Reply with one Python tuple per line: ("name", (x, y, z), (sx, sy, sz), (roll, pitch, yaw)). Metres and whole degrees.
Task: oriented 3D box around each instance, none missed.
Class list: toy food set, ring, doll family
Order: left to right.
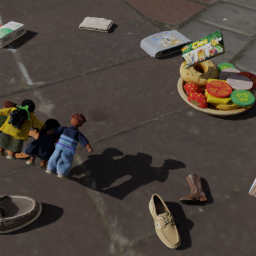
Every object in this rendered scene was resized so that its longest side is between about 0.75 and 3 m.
("ring", (-3.011, 0.483, 8.178), (1.044, 0.100, 1.044), (-1, 45, 1))
("doll family", (-2.150, 0.120, 6.690), (2.701, 1.060, 1.561), (23, 79, -10))
("toy food set", (3.093, -1.458, 9.646), (2.711, 0.666, 2.739), (9, 46, 8))

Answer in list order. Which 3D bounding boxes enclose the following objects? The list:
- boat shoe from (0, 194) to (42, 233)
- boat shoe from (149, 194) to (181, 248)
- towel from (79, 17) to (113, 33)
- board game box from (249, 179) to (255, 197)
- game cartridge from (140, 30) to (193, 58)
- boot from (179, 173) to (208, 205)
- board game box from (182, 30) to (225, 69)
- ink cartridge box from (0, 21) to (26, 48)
("boat shoe", (-3.214, 1.893, 6.393), (2.331, 0.694, 0.837), (-4, 46, -4))
("boat shoe", (0.810, 2.103, 6.393), (0.449, 0.406, 1.259), (-16, 48, -15))
("towel", (-1.491, -4.903, 13.261), (1.471, 0.254, 0.975), (10, 46, 10))
("board game box", (4.069, 1.189, 6.984), (1.343, 0.816, 1.684), (28, 51, 24))
("game cartridge", (1.597, -3.639, 11.982), (1.961, 0.407, 1.306), (-23, 54, -21))
("boot", (1.564, 1.509, 7.066), (0.751, 0.259, 0.806), (4, 48, -14))
("board game box", (2.396, -2.505, 9.032), (0.169, 1.440, 0.755), (8, 72, -43))
("ink cartridge box", (-5.878, -4.352, 12.600), (1.958, 0.490, 1.575), (21, 49, 17))
